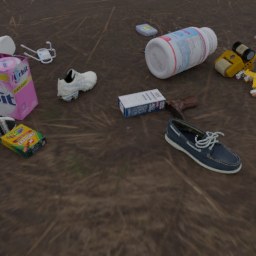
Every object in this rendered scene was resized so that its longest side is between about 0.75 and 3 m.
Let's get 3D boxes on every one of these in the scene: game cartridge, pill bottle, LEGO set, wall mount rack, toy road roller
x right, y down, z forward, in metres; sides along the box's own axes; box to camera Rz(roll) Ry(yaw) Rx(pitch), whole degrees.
[{"bbox_3d":[0.858,-4.776,13.632,0.712,0.216,1.069,-23,46,-19],"label":"game cartridge"},{"bbox_3d":[2.061,-2.928,10.523,2.667,1.450,1.450,-27,48,-29],"label":"pill bottle"},{"bbox_3d":[4.392,-1.566,9.843,0.611,0.494,1.327,-32,45,16],"label":"LEGO set"},{"bbox_3d":[-3.649,-3.111,11.454,1.200,0.515,1.381,-17,43,-18],"label":"wall mount rack"},{"bbox_3d":[4.117,-2.415,10.550,1.433,1.046,0.881,-40,43,11],"label":"toy road roller"}]

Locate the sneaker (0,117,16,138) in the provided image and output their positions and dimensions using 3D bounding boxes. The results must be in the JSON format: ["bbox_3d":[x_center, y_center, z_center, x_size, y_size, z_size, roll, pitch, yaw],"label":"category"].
[{"bbox_3d":[-4.020,0.011,7.819,1.671,0.628,0.677,-19,36,-22],"label":"sneaker"}]

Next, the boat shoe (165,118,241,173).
[{"bbox_3d":[1.932,0.386,7.278,0.812,0.671,2.169,-32,50,-32],"label":"boat shoe"}]

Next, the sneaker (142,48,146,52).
[{"bbox_3d":[1.070,-3.461,11.934,0.976,0.413,0.363,-10,41,-12],"label":"sneaker"}]

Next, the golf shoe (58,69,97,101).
[{"bbox_3d":[-1.678,-1.645,9.502,0.696,0.864,1.777,19,43,24],"label":"golf shoe"}]

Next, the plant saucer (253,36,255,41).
[{"bbox_3d":[6.221,-4.137,12.921,0.845,0.155,0.845,-1,41,1],"label":"plant saucer"}]

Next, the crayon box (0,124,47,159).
[{"bbox_3d":[-2.912,0.310,7.665,1.150,0.292,0.730,22,45,24],"label":"crayon box"}]

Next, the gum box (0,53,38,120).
[{"bbox_3d":[-4.434,-1.440,8.624,2.937,1.667,0.971,12,42,14],"label":"gum box"}]

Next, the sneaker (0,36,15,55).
[{"bbox_3d":[-5.648,-2.686,10.759,1.267,1.077,2.863,1,33,19],"label":"sneaker"}]

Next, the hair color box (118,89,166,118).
[{"bbox_3d":[0.432,-0.783,8.833,1.349,0.408,0.675,-13,43,-15],"label":"hair color box"}]

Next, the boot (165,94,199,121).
[{"bbox_3d":[1.855,-0.652,8.768,1.135,0.365,1.058,-13,44,-22],"label":"boot"}]
